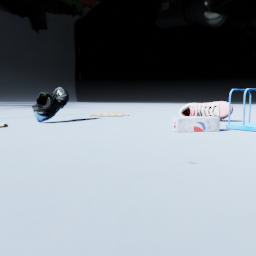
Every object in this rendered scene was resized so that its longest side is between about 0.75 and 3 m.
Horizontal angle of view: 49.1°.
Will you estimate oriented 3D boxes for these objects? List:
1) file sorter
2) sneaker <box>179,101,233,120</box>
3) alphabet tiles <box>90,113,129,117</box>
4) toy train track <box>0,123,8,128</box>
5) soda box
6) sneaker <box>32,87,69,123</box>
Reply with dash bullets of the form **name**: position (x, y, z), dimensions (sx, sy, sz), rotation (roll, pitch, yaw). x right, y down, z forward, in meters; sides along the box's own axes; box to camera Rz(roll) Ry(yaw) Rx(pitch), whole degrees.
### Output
- **file sorter**: position (3.522, -0.456, 6.939), dimensions (1.187, 1.049, 1.710), rotation (-4, 7, -40)
- **sneaker**: position (2.560, -0.530, 9.409), dimensions (1.753, 0.660, 0.916), rotation (-2, 4, 30)
- **alphabet tiles**: position (-0.865, -0.625, 12.866), dimensions (1.713, 0.065, 2.058), rotation (-1, 6, -4)
- **toy train track**: position (-3.731, -0.070, 7.315), dimensions (0.694, 0.197, 1.209), rotation (5, 7, 35)
- **soda box**: position (1.658, -0.097, 6.821), dimensions (1.093, 0.347, 0.373), rotation (-1, 8, -11)
- **sneaker**: position (-2.594, -0.943, 9.460), dimensions (0.684, 0.800, 1.931), rotation (-10, 29, 22)
